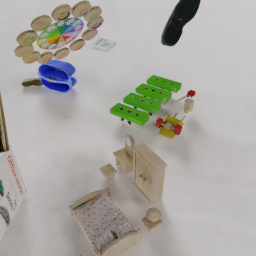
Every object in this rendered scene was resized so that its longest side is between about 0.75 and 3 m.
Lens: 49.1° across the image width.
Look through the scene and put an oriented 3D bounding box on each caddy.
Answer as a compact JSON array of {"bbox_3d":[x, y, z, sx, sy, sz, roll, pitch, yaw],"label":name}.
[{"bbox_3d":[-2.851,-2.064,11.281,1.629,1.152,0.855,16,39,19],"label":"caddy"}]

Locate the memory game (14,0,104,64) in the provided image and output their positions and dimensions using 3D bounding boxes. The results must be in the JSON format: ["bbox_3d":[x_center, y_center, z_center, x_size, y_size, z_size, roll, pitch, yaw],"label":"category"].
[{"bbox_3d":[-2.045,-2.803,8.610,2.988,2.988,0.190,-27,86,-29],"label":"memory game"}]

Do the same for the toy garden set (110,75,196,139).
[{"bbox_3d":[1.222,-0.782,10.220,2.497,0.598,2.995,22,44,27],"label":"toy garden set"}]

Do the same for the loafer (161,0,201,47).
[{"bbox_3d":[1.861,-4.068,10.352,0.810,2.224,0.804,33,5,-19],"label":"loafer"}]

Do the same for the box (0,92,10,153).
[{"bbox_3d":[-3.419,-0.892,6.150,0.300,2.309,2.824,-17,23,-39],"label":"box"}]

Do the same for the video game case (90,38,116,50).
[{"bbox_3d":[-1.343,-4.527,15.018,1.004,0.131,1.103,16,42,18],"label":"video game case"}]

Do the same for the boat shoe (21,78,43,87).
[{"bbox_3d":[-3.959,-1.956,11.775,0.985,0.359,0.310,-10,45,-1],"label":"boat shoe"}]

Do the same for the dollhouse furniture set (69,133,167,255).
[{"bbox_3d":[-0.595,1.549,6.733,2.885,1.409,2.460,-23,44,-25],"label":"dollhouse furniture set"}]

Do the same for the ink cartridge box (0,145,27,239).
[{"bbox_3d":[-3.398,1.734,6.166,1.061,1.837,2.515,7,41,8],"label":"ink cartridge box"}]
